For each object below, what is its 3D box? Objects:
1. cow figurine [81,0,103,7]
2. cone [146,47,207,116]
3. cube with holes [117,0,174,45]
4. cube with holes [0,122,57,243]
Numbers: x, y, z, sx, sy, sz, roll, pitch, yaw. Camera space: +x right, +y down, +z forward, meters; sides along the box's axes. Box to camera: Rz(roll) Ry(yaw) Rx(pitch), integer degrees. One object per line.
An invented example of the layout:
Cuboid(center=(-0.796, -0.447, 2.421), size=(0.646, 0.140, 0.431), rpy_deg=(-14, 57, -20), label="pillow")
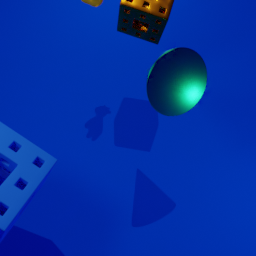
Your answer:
Cuboid(center=(-0.665, -3.038, 6.143), size=(0.503, 0.901, 0.916), rpy_deg=(-12, 80, 35), label="cow figurine")
Cuboid(center=(0.646, -1.000, 5.403), size=(1.225, 1.225, 1.230), rpy_deg=(-26, 30, -12), label="cone")
Cuboid(center=(0.427, -2.737, 6.302), size=(1.044, 1.044, 1.044), rpy_deg=(18, 77, -2), label="cube with holes")
Cuboid(center=(-2.255, 0.915, 4.678), size=(1.336, 1.336, 1.336), rpy_deg=(35, 49, -6), label="cube with holes")
